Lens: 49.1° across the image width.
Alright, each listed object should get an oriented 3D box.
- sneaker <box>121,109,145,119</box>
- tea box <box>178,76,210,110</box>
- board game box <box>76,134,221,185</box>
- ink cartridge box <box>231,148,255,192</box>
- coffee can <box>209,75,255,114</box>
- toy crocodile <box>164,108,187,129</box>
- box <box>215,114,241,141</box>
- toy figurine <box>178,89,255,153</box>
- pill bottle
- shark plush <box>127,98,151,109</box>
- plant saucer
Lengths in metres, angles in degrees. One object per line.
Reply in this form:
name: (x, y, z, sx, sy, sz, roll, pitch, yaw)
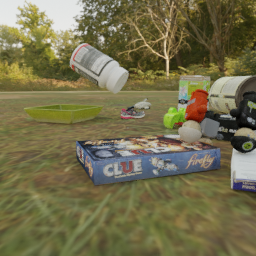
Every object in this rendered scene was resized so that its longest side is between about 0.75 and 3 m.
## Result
sneaker: (0.218, -0.595, 11.372, 1.086, 0.405, 0.438, -5, 11, -32)
tea box: (3.312, -1.706, 13.951, 1.196, 1.760, 1.789, 5, 11, 25)
board game box: (0.287, 0.464, 4.928, 2.149, 0.372, 1.456, -4, 10, -20)
ink cartridge box: (2.301, 0.662, 3.786, 1.716, 0.349, 1.720, 4, 10, 21)
coffee can: (4.695, -1.328, 11.721, 1.697, 1.697, 2.319, -2, 9, -10)
toy crocodile: (1.908, -0.348, 9.482, 0.707, 0.646, 2.093, 8, 8, 35)
box: (2.842, -0.037, 7.453, 1.288, 0.555, 1.055, -7, 11, -35)
toy figurine: (1.726, 0.032, 5.001, 1.420, 0.988, 1.398, 8, -18, 31)
pill bottle: (-1.121, -2.330, 11.108, 2.127, 1.211, 1.211, 34, 19, 12)
shark plush: (0.654, -1.121, 15.333, 1.326, 0.602, 0.552, -22, -9, -6)
plant saucer: (-2.379, -0.550, 10.703, 2.200, 0.527, 2.197, 4, 10, 23)
